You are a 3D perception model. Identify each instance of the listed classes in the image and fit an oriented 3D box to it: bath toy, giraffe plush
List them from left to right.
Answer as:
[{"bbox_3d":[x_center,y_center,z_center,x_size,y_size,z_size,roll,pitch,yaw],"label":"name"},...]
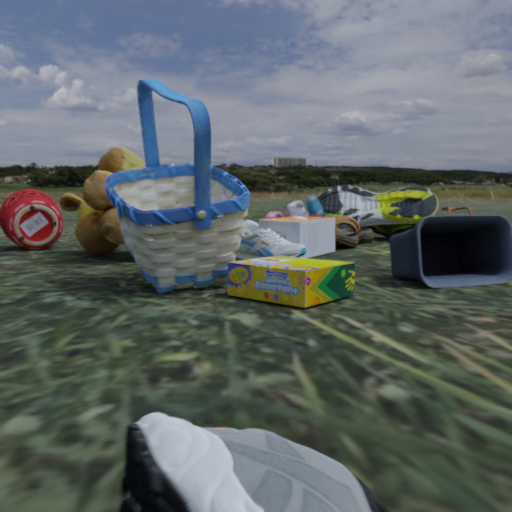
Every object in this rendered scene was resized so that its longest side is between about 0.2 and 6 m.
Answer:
[{"bbox_3d":[-2.827,-0.847,11.172,2.079,2.213,2.564,-21,16,27],"label":"giraffe plush"},{"bbox_3d":[0.539,-0.693,12.948,2.043,0.889,0.755,-21,6,-14],"label":"bath toy"}]

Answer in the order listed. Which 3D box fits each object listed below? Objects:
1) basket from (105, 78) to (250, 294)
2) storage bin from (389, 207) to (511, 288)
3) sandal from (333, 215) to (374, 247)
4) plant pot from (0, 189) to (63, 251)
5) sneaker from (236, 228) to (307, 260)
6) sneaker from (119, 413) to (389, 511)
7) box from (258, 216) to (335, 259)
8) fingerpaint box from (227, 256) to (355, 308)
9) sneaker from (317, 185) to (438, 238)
[{"bbox_3d":[-1.113,-0.982,7.596,1.763,2.535,2.235,-15,31,-20],"label":"basket"},{"bbox_3d":[2.787,-0.114,8.330,1.596,1.161,1.072,-3,-3,-19],"label":"storage bin"},{"bbox_3d":[2.126,-0.620,13.382,1.093,0.730,2.674,5,8,33],"label":"sandal"},{"bbox_3d":[-4.985,-0.760,12.528,1.322,1.322,1.204,-4,17,-29],"label":"plant pot"},{"bbox_3d":[0.246,-0.202,10.475,1.500,0.606,0.574,4,8,34],"label":"sneaker"},{"bbox_3d":[0.160,0.883,1.440,0.772,0.719,1.946,2,5,-23],"label":"sneaker"},{"bbox_3d":[0.850,-0.390,11.397,0.969,0.760,1.559,5,8,32],"label":"box"},{"bbox_3d":[0.433,0.300,7.038,1.253,0.459,1.045,5,8,41],"label":"fingerpaint box"},{"bbox_3d":[3.133,-0.998,14.997,3.363,1.252,1.423,4,-28,25],"label":"sneaker"}]
